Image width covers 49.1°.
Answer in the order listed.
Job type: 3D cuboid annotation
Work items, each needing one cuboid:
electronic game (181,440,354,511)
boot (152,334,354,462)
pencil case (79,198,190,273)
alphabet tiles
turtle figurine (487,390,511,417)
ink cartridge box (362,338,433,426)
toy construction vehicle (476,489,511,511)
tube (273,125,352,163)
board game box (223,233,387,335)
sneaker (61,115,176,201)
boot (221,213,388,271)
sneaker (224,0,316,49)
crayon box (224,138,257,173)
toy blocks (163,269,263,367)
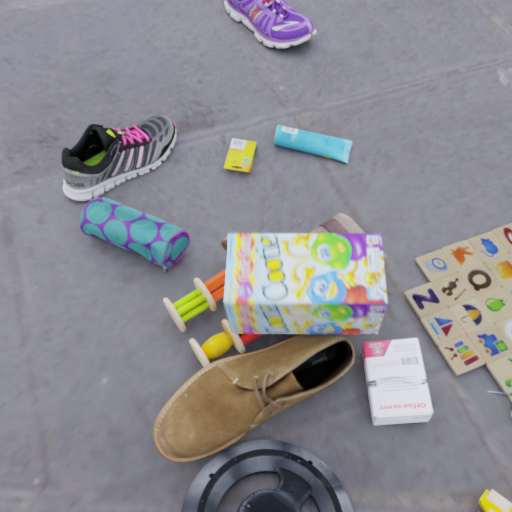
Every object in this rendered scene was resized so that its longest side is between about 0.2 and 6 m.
[{"bbox_3d":[0.192,4.043,8.346,2.672,0.556,2.672,3,48,-3],"label":"electronic game"},{"bbox_3d":[0.004,2.122,8.925,3.514,1.326,1.293,-25,87,-19],"label":"boot"},{"bbox_3d":[-2.417,-0.446,11.101,2.078,0.960,0.884,23,50,14],"label":"pencil case"},{"bbox_3d":[4.875,0.853,10.715,3.676,0.116,3.059,-18,57,-13],"label":"alphabet tiles"},{"bbox_3d":[4.528,2.365,9.509,0.741,0.550,0.765,-25,58,-16],"label":"turtle figurine"},{"bbox_3d":[2.387,2.156,9.587,0.966,0.563,1.335,-6,57,6],"label":"ink cartridge box"},{"bbox_3d":[3.500,4.427,8.252,1.390,0.562,1.596,30,58,30],"label":"toy construction vehicle"},{"bbox_3d":[1.299,-2.593,12.863,1.764,0.445,0.683,14,66,3],"label":"tube"},{"bbox_3d":[0.768,0.464,9.050,2.429,1.251,1.274,-1,61,4],"label":"board game box"},{"bbox_3d":[-2.981,-2.376,12.164,2.942,1.287,1.085,-35,64,-21],"label":"sneaker"},{"bbox_3d":[1.016,-0.023,10.624,2.795,0.982,2.044,42,80,3],"label":"boot"},{"bbox_3d":[0.249,-6.643,14.942,3.157,1.317,1.273,40,65,22],"label":"sneaker"},{"bbox_3d":[-0.361,-2.220,12.693,0.592,0.237,0.933,10,57,6],"label":"crayon box"},{"bbox_3d":[-0.439,0.938,10.213,1.994,0.724,1.662,-31,68,-14],"label":"toy blocks"}]
